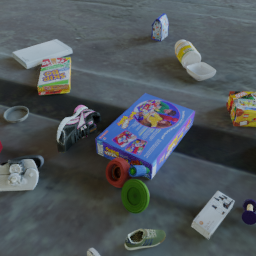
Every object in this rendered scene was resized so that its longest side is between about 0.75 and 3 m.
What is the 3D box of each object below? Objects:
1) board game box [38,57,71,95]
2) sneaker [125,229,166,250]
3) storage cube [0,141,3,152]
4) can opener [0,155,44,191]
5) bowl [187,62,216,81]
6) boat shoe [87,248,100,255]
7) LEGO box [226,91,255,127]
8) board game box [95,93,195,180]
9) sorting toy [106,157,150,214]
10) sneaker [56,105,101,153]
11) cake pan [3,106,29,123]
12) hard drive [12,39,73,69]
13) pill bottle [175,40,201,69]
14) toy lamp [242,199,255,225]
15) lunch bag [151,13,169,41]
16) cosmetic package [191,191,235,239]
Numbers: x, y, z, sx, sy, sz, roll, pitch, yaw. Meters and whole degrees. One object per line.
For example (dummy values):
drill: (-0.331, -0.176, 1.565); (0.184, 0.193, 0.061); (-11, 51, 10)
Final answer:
board game box: (-2.863, -2.095, 11.053); (1.164, 0.365, 2.436); (-6, 44, -6)
sneaker: (0.375, 2.279, 5.856); (0.914, 0.410, 0.307); (-10, 42, -12)
storage cube: (-4.041, 0.510, 7.579); (0.955, 0.858, 0.816); (-2, 41, -1)
can opener: (-3.677, 1.188, 7.028); (2.998, 0.789, 0.996); (-3, 6, -5)
bowl: (2.897, -2.212, 11.142); (0.947, 0.354, 0.948); (-20, 44, -21)
boat shoe: (-0.544, 2.818, 5.267); (0.400, 0.406, 1.145); (-22, 52, -27)
LEGO box: (4.140, -0.620, 9.079); (1.578, 0.609, 1.175); (1, 41, 2)
board game box: (0.579, 0.093, 8.254); (1.795, 0.598, 2.669); (23, 46, 25)
sorting toy: (0.138, 1.298, 6.842); (0.637, 0.932, 1.551); (7, 33, -50)
sneaker: (-1.393, -0.018, 8.271); (0.848, 0.789, 1.963); (13, 43, 13)
cake pan: (-3.666, -0.438, 9.229); (0.798, 0.146, 0.798); (0, 41, 0)
hard drive: (-3.816, -3.360, 12.524); (2.204, 0.294, 1.454); (-30, 49, -29)
pill bottle: (2.478, -3.178, 11.911); (0.821, 0.821, 1.456); (-7, 41, -8)
toy lamp: (2.660, 1.794, 6.107); (0.332, 0.332, 1.142); (21, 11, 23)
lunch bag: (1.578, -4.991, 13.813); (0.674, 1.089, 0.926); (19, 45, 20)
cosmetic package: (1.938, 1.939, 6.356); (0.456, 0.280, 1.106); (30, 49, 31)
